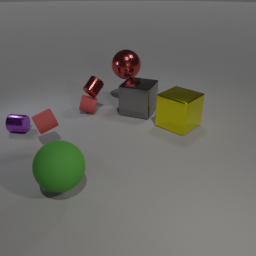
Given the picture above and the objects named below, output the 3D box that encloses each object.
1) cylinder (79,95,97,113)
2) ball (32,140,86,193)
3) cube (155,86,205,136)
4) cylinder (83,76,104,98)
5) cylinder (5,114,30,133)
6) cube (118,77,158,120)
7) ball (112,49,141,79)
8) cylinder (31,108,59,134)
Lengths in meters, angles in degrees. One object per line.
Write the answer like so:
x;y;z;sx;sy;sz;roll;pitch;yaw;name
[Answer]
-1.788;-1.079;12.637;0.700;0.700;0.700;13;27;-7;cylinder
-1.861;1.034;7.598;1.400;1.400;1.400;0;28;0;ball
2.089;-0.743;11.412;1.400;1.400;1.400;23;36;36;cube
-1.528;-1.828;12.404;0.700;0.700;0.700;21;71;34;cylinder
-4.357;-0.188;11.116;0.700;0.700;0.700;4;28;7;cylinder
0.479;-1.374;12.607;1.400;1.400;1.400;10;30;19;cube
-0.087;-3.031;13.386;1.400;1.400;1.400;0;28;0;ball
-2.931;-0.236;9.914;0.700;0.700;0.700;-30;36;-15;cylinder
